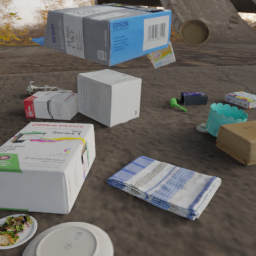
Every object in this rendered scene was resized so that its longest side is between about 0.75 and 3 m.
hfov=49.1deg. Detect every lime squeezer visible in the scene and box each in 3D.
[{"bbox_3d":[2.505,-1.330,14.484,0.722,0.386,2.046,0,21,0],"label":"lime squeezer"}]

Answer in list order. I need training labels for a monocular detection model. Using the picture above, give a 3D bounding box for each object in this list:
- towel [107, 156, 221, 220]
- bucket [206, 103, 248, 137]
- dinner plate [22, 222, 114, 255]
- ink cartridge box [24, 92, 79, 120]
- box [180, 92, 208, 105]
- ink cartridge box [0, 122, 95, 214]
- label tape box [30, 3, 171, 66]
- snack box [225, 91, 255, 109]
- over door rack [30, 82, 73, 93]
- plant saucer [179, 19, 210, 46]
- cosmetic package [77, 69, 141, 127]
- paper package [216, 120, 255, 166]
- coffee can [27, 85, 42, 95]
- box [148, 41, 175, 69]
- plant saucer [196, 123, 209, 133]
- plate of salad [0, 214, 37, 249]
[{"bbox_3d":[1.006,1.460,7.678,2.671,0.318,1.962,15,26,32],"label":"towel"},{"bbox_3d":[3.749,-0.247,10.748,1.491,0.970,1.491,9,26,-5],"label":"bucket"},{"bbox_3d":[-1.182,2.407,5.513,1.791,0.217,1.791,1,21,0],"label":"dinner plate"},{"bbox_3d":[-3.479,-1.061,13.103,2.142,0.888,1.572,4,22,9],"label":"ink cartridge box"},{"bbox_3d":[3.512,-1.587,14.971,1.252,0.494,0.883,-1,25,-3],"label":"box"},{"bbox_3d":[-2.264,0.906,7.783,2.134,1.238,2.948,2,22,6],"label":"ink cartridge box"},{"bbox_3d":[-0.718,-2.373,6.563,2.810,0.929,2.013,26,39,33],"label":"label tape box"},{"bbox_3d":[6.156,-1.502,14.792,1.184,0.441,1.664,-10,24,-24],"label":"snack box"},{"bbox_3d":[-4.235,-1.992,15.483,1.483,0.669,2.008,17,6,34],"label":"over door rack"},{"bbox_3d":[2.425,-3.486,10.302,1.132,1.132,0.167,1,-18,2],"label":"plant saucer"},{"bbox_3d":[-0.856,-1.430,12.584,2.246,1.868,1.880,24,32,38],"label":"cosmetic package"},{"bbox_3d":[4.175,0.457,9.394,1.701,0.880,1.622,-7,23,-18],"label":"paper package"},{"bbox_3d":[-5.409,-2.121,16.151,0.566,0.566,0.773,-20,29,-40],"label":"coffee can"},{"bbox_3d":[1.528,-3.927,14.029,1.101,0.992,1.957,-20,34,4],"label":"box"},{"bbox_3d":[3.213,-0.038,11.526,0.774,0.194,0.774,0,23,0],"label":"plant saucer"},{"bbox_3d":[-2.508,2.162,6.026,1.050,0.252,1.050,-1,22,0],"label":"plate of salad"}]
